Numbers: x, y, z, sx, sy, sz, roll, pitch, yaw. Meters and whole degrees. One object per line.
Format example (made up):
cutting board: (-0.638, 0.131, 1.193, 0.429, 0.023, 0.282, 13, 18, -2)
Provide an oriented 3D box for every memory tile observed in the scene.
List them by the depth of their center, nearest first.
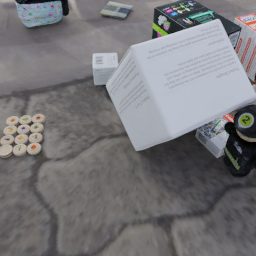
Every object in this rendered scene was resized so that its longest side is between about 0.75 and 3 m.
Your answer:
memory tile: (-2.822, 0.169, 7.511, 1.087, 0.119, 1.418, -5, 49, -4)

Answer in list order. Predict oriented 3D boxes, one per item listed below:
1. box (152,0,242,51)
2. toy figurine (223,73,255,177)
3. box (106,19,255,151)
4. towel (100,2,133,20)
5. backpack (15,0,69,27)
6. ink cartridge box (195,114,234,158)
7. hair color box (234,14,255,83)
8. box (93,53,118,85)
box: (2.035, -2.761, 9.016, 1.495, 1.786, 2.404, -25, 53, -21)
toy figurine: (3.759, -0.039, 6.295, 2.831, 1.969, 2.787, 20, 54, 22)
box: (1.078, -0.872, 6.573, 2.296, 2.307, 1.977, -23, 86, -20)
towel: (-0.504, -5.140, 12.287, 1.178, 0.204, 1.135, 17, 53, 12)
backpack: (-3.471, -4.881, 11.314, 1.957, 1.239, 1.633, -18, 38, -15)
ink cartridge box: (2.680, 0.070, 7.401, 1.581, 0.398, 0.861, -25, 53, -19)
hair color box: (4.315, -2.258, 8.772, 0.859, 1.491, 2.688, -19, 51, -17)
box: (-0.709, -1.887, 8.971, 0.809, 0.693, 0.805, -3, 48, -4)
